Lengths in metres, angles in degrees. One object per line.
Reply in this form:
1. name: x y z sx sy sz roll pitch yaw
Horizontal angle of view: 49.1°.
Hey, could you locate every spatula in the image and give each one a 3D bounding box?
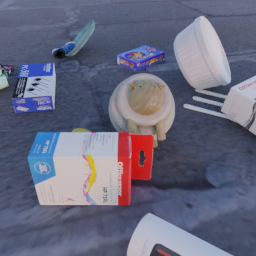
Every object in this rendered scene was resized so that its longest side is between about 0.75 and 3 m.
1. spatula: 3.531 -0.809 10.128 2.761 0.222 1.920 19 41 24

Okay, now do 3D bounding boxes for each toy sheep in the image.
1. toy sheep: 0.381 -0.460 7.910 2.043 2.963 2.043 2 77 -8

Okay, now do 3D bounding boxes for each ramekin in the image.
1. ramekin: 2.817 -2.718 10.716 1.258 2.700 2.700 -22 24 33

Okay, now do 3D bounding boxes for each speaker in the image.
1. speaker: 1.206 2.472 4.968 2.418 0.982 0.982 21 41 26

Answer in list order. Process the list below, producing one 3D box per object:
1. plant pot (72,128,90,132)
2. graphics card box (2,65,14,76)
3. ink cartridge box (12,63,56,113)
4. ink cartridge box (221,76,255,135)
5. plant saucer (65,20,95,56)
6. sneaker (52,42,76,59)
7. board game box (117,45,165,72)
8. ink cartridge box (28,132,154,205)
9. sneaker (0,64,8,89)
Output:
1. plant pot: -1.338 0.550 7.844 0.817 0.817 0.769 10 53 13
2. graphics card box: -5.490 -2.599 12.593 0.512 0.207 0.815 -1 37 -1
3. ink cartridge box: -3.567 -1.648 10.908 1.370 0.644 2.914 -5 36 -9
4. ink cartridge box: 4.467 -0.535 8.764 1.759 1.016 2.409 -25 53 -32
5. plant saucer: -2.343 -4.414 13.974 0.305 2.222 2.222 37 26 -26
6. sneaker: -3.133 -3.857 13.961 1.271 0.488 0.707 -22 36 -8
7. board game box: 0.632 -3.382 13.460 1.969 0.441 1.324 -29 45 -34
8. ink cartridge box: -0.743 0.964 6.526 2.695 1.566 0.906 0 36 0
9. sneaker: -5.477 -1.590 10.421 1.657 1.034 2.810 -7 34 1
